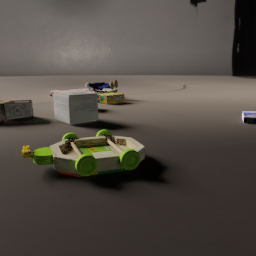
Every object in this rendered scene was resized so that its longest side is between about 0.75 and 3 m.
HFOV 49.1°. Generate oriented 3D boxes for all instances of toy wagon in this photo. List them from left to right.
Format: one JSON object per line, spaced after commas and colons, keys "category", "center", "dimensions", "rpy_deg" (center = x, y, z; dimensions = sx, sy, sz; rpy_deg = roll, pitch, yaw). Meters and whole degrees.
{"category": "toy wagon", "center": [-0.830, 0.463, 5.285], "dimensions": [2.191, 0.434, 1.700], "rpy_deg": [-5, 14, -20]}

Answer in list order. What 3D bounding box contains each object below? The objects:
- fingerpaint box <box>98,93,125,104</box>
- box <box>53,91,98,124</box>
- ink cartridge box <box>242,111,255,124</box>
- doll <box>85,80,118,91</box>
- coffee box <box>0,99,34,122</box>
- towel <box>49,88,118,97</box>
{"category": "fingerpaint box", "center": [-0.893, -1.462, 13.713], "dimensions": [1.137, 0.417, 0.948], "rpy_deg": [-13, 17, -43]}
{"category": "box", "center": [-1.707, -0.697, 9.189], "dimensions": [1.086, 0.935, 1.092], "rpy_deg": [-11, 15, -40]}
{"category": "ink cartridge box", "center": [4.378, -0.341, 9.219], "dimensions": [1.137, 0.270, 1.151], "rpy_deg": [3, 12, 20]}
{"category": "doll", "center": [-1.526, -2.327, 15.447], "dimensions": [1.981, 0.480, 1.352], "rpy_deg": [2, 22, 31]}
{"category": "coffee box", "center": [-4.021, -0.591, 9.422], "dimensions": [1.570, 0.627, 0.887], "rpy_deg": [-5, 14, -19]}
{"category": "towel", "center": [-2.441, -1.959, 15.819], "dimensions": [2.904, 0.468, 2.774], "rpy_deg": [7, 15, 31]}
